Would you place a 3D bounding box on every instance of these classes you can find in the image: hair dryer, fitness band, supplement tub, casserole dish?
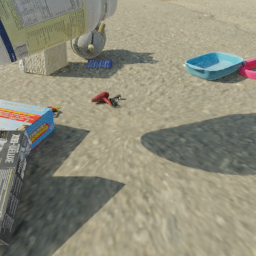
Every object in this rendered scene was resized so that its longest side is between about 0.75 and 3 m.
[{"bbox_3d":[-0.634,-0.853,8.273,0.909,0.247,0.692,0,33,2],"label":"hair dryer"},{"bbox_3d":[5.045,-2.211,10.378,1.851,0.346,1.330,-18,36,-25],"label":"fitness band"},{"bbox_3d":[-1.738,-2.562,5.493,2.639,1.913,1.913,-28,40,-18],"label":"supplement tub"},{"bbox_3d":[3.190,-2.314,10.423,2.434,0.472,1.474,-25,40,-33],"label":"casserole dish"}]

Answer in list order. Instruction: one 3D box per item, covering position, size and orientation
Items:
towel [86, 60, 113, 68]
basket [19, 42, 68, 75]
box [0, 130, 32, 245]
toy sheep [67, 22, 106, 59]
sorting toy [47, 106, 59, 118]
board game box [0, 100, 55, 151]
[{"bbox_3d":[-1.128,-2.527,11.135,0.995,0.119,0.720,0,34,3],"label":"towel"},{"bbox_3d":[-3.154,-2.905,10.455,1.223,1.520,1.506,17,36,15],"label":"basket"},{"bbox_3d":[-2.520,0.901,4.574,1.473,0.465,1.868,-1,55,-1],"label":"box"},{"bbox_3d":[-1.704,-3.790,11.629,1.816,1.816,2.633,-7,37,-10],"label":"toy sheep"},{"bbox_3d":[-2.148,-0.463,7.741,0.409,0.144,0.849,2,32,3],"label":"sorting toy"},{"bbox_3d":[-3.167,0.106,6.385,2.136,0.597,2.091,11,33,17],"label":"board game box"}]
